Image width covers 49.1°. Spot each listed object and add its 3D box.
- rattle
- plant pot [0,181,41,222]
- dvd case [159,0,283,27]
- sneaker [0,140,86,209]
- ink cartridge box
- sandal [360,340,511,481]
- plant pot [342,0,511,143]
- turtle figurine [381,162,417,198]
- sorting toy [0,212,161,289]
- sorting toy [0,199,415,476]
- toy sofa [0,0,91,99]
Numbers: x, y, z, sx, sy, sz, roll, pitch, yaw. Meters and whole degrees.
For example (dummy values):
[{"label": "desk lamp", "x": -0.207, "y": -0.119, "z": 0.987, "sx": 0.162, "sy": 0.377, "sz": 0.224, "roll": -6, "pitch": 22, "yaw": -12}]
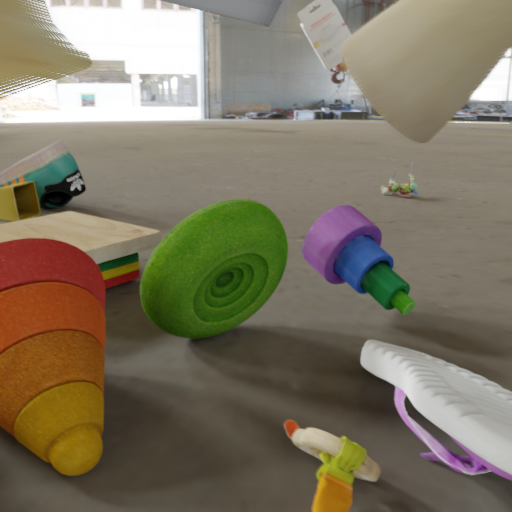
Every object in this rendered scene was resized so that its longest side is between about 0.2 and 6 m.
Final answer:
[{"label": "rattle", "x": 0.357, "y": 1.366, "z": 3.523, "sx": 0.507, "sy": 0.556, "sz": 0.778, "roll": 27, "pitch": -19, "yaw": -35}, {"label": "plant pot", "x": -4.672, "y": -1.024, "z": 10.699, "sx": 0.703, "sy": 0.687, "sz": 0.682, "roll": -2, "pitch": 15, "yaw": 16}, {"label": "dvd case", "x": -0.257, "y": -1.937, "z": 3.093, "sx": 1.592, "sy": 1.136, "sz": 0.140, "roll": -8, "pitch": 54, "yaw": -42}, {"label": "sneaker", "x": -4.583, "y": -1.441, "z": 11.705, "sx": 2.977, "sy": 1.190, "sz": 1.063, "roll": -8, "pitch": 27, "yaw": 48}, {"label": "ink cartridge box", "x": 1.048, "y": -3.359, "z": 8.382, "sx": 0.557, "sy": 0.957, "sz": 0.323, "roll": -31, "pitch": 26, "yaw": 11}, {"label": "sandal", "x": 1.317, "y": 1.102, "z": 3.764, "sx": 0.947, "sy": 0.572, "sz": 2.328, "roll": 14, "pitch": 3, "yaw": -4}, {"label": "plant pot", "x": 2.010, "y": -2.287, "z": 5.939, "sx": 1.593, "sy": 1.492, "sz": 1.492, "roll": -38, "pitch": -10, "yaw": 37}, {"label": "turtle figurine", "x": 3.284, "y": -1.727, "z": 12.849, "sx": 0.632, "sy": 0.878, "sz": 0.852, "roll": -49, "pitch": 18, "yaw": -29}, {"label": "sorting toy", "x": -2.541, "y": 0.072, "z": 6.854, "sx": 1.992, "sy": 0.693, "sz": 1.980, "roll": 13, "pitch": 21, "yaw": 37}, {"label": "sorting toy", "x": -0.262, "y": 0.579, "z": 4.740, "sx": 4.423, "sy": 1.534, "sz": 1.523, "roll": -14, "pitch": 44, "yaw": -33}, {"label": "toy sofa", "x": -2.132, "y": -2.221, "z": 3.472, "sx": 1.219, "sy": 2.499, "sz": 1.035, "roll": 16, "pitch": 40, "yaw": 38}]
